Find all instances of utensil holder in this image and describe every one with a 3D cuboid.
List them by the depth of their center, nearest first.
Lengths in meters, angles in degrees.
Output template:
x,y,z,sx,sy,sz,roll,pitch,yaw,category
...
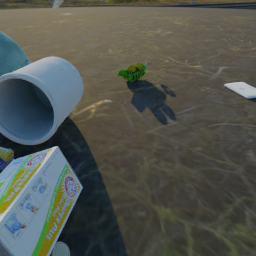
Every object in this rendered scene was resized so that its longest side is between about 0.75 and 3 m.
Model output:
x,y,z,sx,sy,sz,roll,pitch,yaw,category
-2.666,-0.982,8.578,2.091,2.091,2.461,5,28,9,utensil holder

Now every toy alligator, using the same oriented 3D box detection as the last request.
x,y,z,sx,sy,sz,roll,pitch,yaw,category
0.495,-2.632,13.161,2.394,0.710,0.649,-27,80,-41,toy alligator

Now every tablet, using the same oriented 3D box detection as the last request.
x,y,z,sx,sy,sz,roll,pitch,yaw,category
4.930,-1.613,11.778,1.034,0.108,1.589,-9,29,-16,tablet

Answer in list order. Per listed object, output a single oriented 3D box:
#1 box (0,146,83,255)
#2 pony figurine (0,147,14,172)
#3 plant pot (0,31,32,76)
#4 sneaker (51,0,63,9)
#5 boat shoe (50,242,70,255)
x,y,z,sx,sy,sz,roll,pitch,yaw,category
-1.816,1.411,4.849,1.192,1.074,2.119,-17,23,20,box
-3.894,0.541,6.445,2.323,1.935,2.243,22,42,8,pony figurine
-4.541,-1.916,9.956,1.931,2.883,2.883,25,26,-13,plant pot
-1.726,-4.115,8.178,0.747,1.715,0.639,8,59,-39,sneaker
-1.193,2.398,4.204,0.461,0.393,1.380,39,24,-19,boat shoe
